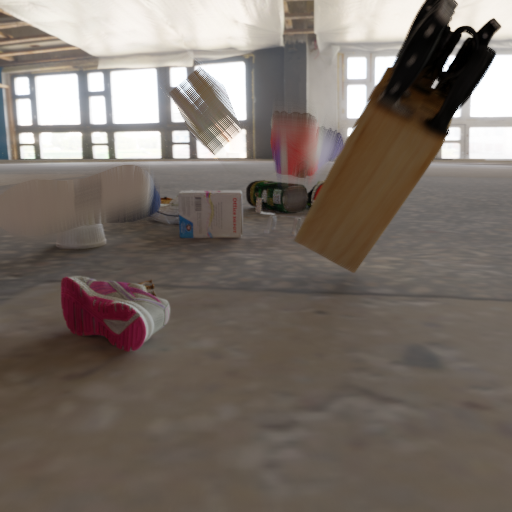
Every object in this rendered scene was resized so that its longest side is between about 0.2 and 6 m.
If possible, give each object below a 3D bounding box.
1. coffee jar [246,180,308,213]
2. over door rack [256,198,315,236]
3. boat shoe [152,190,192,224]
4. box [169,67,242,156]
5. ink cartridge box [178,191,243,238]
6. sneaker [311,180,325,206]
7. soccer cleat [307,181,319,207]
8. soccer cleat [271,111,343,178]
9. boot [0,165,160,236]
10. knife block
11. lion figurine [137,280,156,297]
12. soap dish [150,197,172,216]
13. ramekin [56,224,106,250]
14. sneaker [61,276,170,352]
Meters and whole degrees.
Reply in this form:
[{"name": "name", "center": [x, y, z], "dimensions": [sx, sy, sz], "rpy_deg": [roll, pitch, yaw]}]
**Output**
[{"name": "coffee jar", "center": [0.587, -1.838, 17.175], "dimensions": [1.039, 0.850, 1.993], "rpy_deg": [-10, 17, -34]}, {"name": "over door rack", "center": [0.810, -0.795, 12.603], "dimensions": [1.364, 0.615, 1.846], "rpy_deg": [4, -8, 14]}, {"name": "boat shoe", "center": [-1.671, -1.263, 14.469], "dimensions": [2.635, 0.880, 0.969], "rpy_deg": [9, 15, 37]}, {"name": "box", "center": [-0.721, -2.107, 8.237], "dimensions": [0.562, 0.624, 1.110], "rpy_deg": [43, -8, 24]}, {"name": "ink cartridge box", "center": [-1.006, -0.949, 12.682], "dimensions": [1.420, 1.026, 0.601], "rpy_deg": [0, 12, 1]}, {"name": "sneaker", "center": [2.719, -1.839, 17.178], "dimensions": [2.402, 0.925, 1.020], "rpy_deg": [-9, 20, -36]}, {"name": "soccer cleat", "center": [1.952, -1.984, 17.989], "dimensions": [0.660, 0.793, 1.956], "rpy_deg": [9, 15, 35]}, {"name": "soccer cleat", "center": [1.006, -2.094, 11.287], "dimensions": [1.064, 1.141, 3.119], "rpy_deg": [9, 6, 19]}, {"name": "boot", "center": [-3.247, -0.869, 10.490], "dimensions": [2.887, 1.050, 1.304], "rpy_deg": [-10, -13, -1]}, {"name": "knife block", "center": [1.935, -1.637, 8.020], "dimensions": [1.197, 3.740, 3.283], "rpy_deg": [29, 1, 4]}, {"name": "lion figurine", "center": [-1.676, 0.509, 7.952], "dimensions": [0.467, 0.276, 0.762], "rpy_deg": [-10, 0, -12]}, {"name": "soap dish", "center": [-2.893, -1.441, 16.302], "dimensions": [1.120, 0.455, 0.881], "rpy_deg": [-8, 15, -29]}, {"name": "ramekin", "center": [-3.680, -0.465, 11.744], "dimensions": [1.037, 0.483, 1.037], "rpy_deg": [0, 13, 0]}, {"name": "sneaker", "center": [-1.659, 0.622, 6.566], "dimensions": [1.627, 0.662, 0.718], "rpy_deg": [18, 19, 32]}]
